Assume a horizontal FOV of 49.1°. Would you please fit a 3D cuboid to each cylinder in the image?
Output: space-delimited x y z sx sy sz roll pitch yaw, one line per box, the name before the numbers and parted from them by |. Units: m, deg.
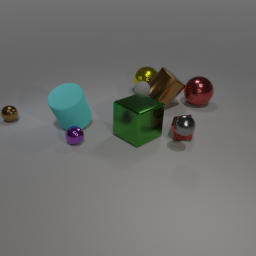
cylinder | 1.694 -1.870 13.046 1.400 1.400 1.400 36 19 -14
cylinder | -2.301 -0.827 11.231 1.400 1.400 1.400 -6 52 8

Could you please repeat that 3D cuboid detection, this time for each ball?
ball | 1.887 -0.090 9.295 0.700 0.700 0.700 0 29 0
ball | 3.373 -1.768 13.400 1.400 1.400 1.400 0 29 0
ball | 0.991 -2.544 14.838 1.400 1.400 1.400 0 29 0
ball | 0.588 -1.602 11.722 0.700 0.700 0.700 0 29 0
ball | -5.088 -0.627 12.050 0.700 0.700 0.700 0 29 0
ball | -1.978 0.269 10.420 0.700 0.700 0.700 0 29 0

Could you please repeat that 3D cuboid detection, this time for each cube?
cube | 0.391 -0.345 10.738 1.400 1.400 1.400 -23 37 -38
cube | 2.111 -0.016 10.731 0.700 0.700 0.700 -6 29 23
